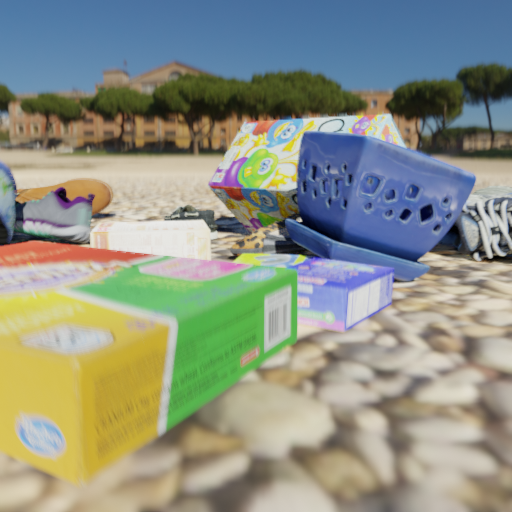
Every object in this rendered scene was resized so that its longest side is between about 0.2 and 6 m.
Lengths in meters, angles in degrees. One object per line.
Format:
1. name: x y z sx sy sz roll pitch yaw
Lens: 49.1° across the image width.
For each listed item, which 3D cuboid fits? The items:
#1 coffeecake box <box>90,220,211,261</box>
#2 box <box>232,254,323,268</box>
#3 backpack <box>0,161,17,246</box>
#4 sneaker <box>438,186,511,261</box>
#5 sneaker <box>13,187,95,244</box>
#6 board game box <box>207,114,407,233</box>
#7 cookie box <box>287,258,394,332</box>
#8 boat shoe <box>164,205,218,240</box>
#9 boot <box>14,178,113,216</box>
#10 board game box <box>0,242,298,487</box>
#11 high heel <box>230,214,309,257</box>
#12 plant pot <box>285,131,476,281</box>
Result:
1. coffeecake box: -1.443 -0.157 7.763 1.530 0.559 1.174 -2 10 -9
2. box: 0.371 0.191 6.611 1.272 0.303 0.776 1 11 11
3. backpack: -4.775 -0.998 8.578 2.023 1.486 1.851 4 -27 -10
4. sneaker: 3.548 -0.353 7.822 1.380 1.248 3.240 -12 5 -12
5. sneaker: -3.662 -0.771 9.731 2.026 0.887 0.754 9 -7 18
6. board game box: 0.935 -1.238 9.434 2.965 1.527 1.555 9 -28 42
7. cookie box: 0.685 0.342 5.428 0.945 0.415 1.104 7 13 35
8. boat shoe: -1.264 -0.694 10.685 0.721 0.575 1.906 -7 13 -34
9. boot: -4.408 -1.135 12.000 2.559 0.981 1.987 -1 11 -11
10. board game box: -1.562 0.457 4.222 3.083 0.622 2.359 6 12 28
11. high heel: 0.174 -0.289 8.559 1.211 0.607 1.699 -6 11 -4
12. plant pot: 1.334 -0.587 6.719 1.587 1.427 1.587 14 9 -24
